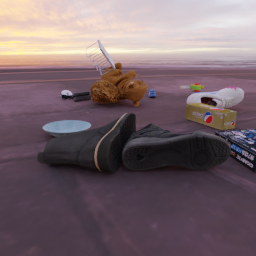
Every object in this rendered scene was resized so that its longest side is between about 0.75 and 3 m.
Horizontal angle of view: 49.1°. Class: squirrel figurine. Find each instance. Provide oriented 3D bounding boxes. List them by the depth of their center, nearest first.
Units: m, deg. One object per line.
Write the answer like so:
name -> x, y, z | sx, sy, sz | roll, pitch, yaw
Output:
squirrel figurine -> -0.439, -1.747, 13.292 | 2.611, 1.848, 2.437 | -25, 36, -26

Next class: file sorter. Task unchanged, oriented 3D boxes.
file sorter -> -0.993, -2.499, 10.073 | 0.611, 0.981, 0.681 | -28, 45, 13

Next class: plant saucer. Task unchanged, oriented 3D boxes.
plant saucer -> -1.868, 0.059, 8.658 | 1.464, 0.282, 1.464 | 0, 16, 0

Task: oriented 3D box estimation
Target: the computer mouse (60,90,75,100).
computer mouse -> -3.380, -1.864, 15.477 | 0.895, 0.358, 1.632 | -9, 18, -25

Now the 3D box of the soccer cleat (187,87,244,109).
soccer cleat -> 3.875, -1.105, 11.868 | 2.749, 0.960, 1.187 | -10, 22, -12

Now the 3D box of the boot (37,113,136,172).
boot -> -0.847, 0.219, 6.974 | 1.771, 0.992, 2.560 | 0, 14, 18

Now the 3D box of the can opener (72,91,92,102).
can opener -> -2.227, -1.649, 14.845 | 1.725, 0.460, 0.577 | -14, -12, -40

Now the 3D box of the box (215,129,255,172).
box -> 3.228, 0.474, 6.849 | 1.492, 0.432, 1.877 | -3, 16, -11

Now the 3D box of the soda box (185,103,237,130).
soda box -> 2.862, -0.450, 9.892 | 0.633, 0.599, 1.870 | -7, 16, -28

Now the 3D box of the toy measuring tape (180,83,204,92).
toy measuring tape -> 4.087, -2.571, 17.753 | 1.543, 0.568, 0.568 | -1, 15, -4

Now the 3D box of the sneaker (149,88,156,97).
sneaker -> 1.344, -1.945, 15.654 | 0.383, 0.426, 1.036 | 1, 17, -3

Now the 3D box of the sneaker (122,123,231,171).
sneaker -> 1.054, 0.357, 6.418 | 2.328, 0.890, 1.334 | -5, 22, 4
